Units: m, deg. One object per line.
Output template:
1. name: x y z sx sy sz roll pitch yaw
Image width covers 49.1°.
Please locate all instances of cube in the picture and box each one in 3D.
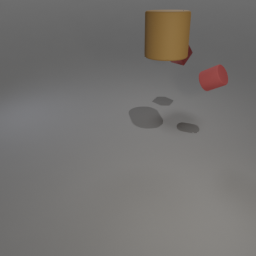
1. cube: 2.075 -3.091 11.414 0.700 0.700 0.700 28 80 41

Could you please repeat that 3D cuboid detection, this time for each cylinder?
1. cylinder: 2.827 -1.651 9.270 0.700 0.700 0.700 -17 13 44
2. cylinder: 1.228 -2.953 8.850 1.400 1.400 1.400 0 25 0
